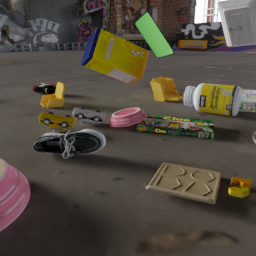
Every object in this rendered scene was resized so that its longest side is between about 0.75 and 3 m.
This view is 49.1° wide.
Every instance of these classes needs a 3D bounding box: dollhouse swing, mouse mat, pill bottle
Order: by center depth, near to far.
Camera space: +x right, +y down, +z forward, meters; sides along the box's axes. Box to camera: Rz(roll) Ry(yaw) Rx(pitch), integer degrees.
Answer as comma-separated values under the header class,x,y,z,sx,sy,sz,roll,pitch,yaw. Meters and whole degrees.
class,x,y,z,sx,sy,sz,roll,pitch,yaw
pill bottle,3.576,-1.250,11.920,2.201,1.233,1.233,10,22,28
mouse mat,1.111,-3.993,12.286,0.095,2.041,2.537,-38,14,-3
dollhouse swing,-3.569,-1.591,13.219,1.048,1.014,1.154,-11,23,-28
dollhouse swing,2.217,-2.043,14.209,1.365,1.411,1.553,-12,8,39

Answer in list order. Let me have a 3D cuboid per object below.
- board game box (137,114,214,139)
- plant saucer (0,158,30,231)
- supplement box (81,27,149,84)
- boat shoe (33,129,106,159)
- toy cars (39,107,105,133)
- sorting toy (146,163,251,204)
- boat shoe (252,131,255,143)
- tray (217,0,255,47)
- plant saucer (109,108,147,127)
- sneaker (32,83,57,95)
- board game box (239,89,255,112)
class,x,y,z,sx,sy,sz,roll,pitch,yaw
board game box,1.726,-0.083,10.053,2.600,0.305,1.362,5,18,14
plant saucer,-3.497,1.278,5.522,2.912,0.738,2.912,0,19,0
supplement box,-0.516,-2.769,11.042,2.258,1.237,1.229,19,-9,-22
boat shoe,-1.659,0.441,7.828,2.025,0.748,0.692,4,16,12
toy cars,-1.982,-0.254,10.175,2.528,0.560,1.133,-13,36,-42
sorting toy,1.611,1.289,6.256,2.092,0.280,1.559,8,17,21
boat shoe,4.822,0.346,7.852,0.938,0.923,2.518,-17,26,-40
tray,3.189,-2.897,7.963,1.007,0.208,1.875,5,-22,31
plant saucer,-0.027,-0.434,10.457,1.454,0.368,1.454,-12,17,4
sneaker,-4.524,-2.130,15.346,1.672,0.591,0.817,4,18,6
board game box,5.239,-1.391,13.434,1.830,0.466,2.721,6,20,18
